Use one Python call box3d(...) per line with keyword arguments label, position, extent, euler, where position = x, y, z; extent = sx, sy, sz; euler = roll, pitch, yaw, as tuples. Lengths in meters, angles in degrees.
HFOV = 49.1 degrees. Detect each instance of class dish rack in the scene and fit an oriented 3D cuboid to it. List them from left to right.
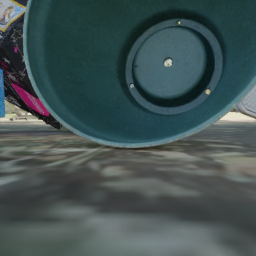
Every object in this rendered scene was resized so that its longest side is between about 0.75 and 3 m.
box3d(label="dish rack", position=(3.502, -0.849, 7.510), extent=(1.854, 1.591, 0.404), euler=(17, -25, -23))

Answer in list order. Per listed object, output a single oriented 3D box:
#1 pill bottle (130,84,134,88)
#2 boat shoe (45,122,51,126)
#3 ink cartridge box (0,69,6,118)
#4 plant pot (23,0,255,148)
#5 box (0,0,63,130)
box3d(label="pill bottle", position=(0.151, -0.390, 5.741), extent=(0.899, 0.899, 1.598), euler=(0, 2, 5))
box3d(label="boat shoe", position=(-2.574, -0.751, 10.617), extent=(0.639, 0.545, 1.913), euler=(-3, 30, 28))
box3d(label="ink cartridge box", position=(-1.489, -0.300, 1.817), extent=(0.781, 0.450, 1.348), euler=(-2, -1, 2))
box3d(label="plant pot", position=(0.301, -0.870, 2.913), extent=(2.225, 2.225, 1.491), euler=(1, -6, 21))
box3d(label="box", position=(-1.779, -1.413, 4.893), extent=(1.715, 1.489, 2.595), euler=(28, -20, 15))
